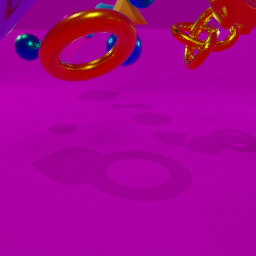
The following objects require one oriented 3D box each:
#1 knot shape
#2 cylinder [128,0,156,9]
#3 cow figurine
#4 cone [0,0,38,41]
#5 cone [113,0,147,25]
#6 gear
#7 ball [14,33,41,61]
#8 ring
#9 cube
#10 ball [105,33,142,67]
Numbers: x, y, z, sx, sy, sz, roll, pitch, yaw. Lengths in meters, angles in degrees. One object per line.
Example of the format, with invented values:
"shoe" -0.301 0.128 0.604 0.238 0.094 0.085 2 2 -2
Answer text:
"knot shape" 1.862 -2.218 7.095 1.745 1.633 0.806 6 -21 33
"cylinder" 0.435 -3.417 6.750 0.802 0.802 0.802 11 45 26
"cow figurine" -1.130 -3.808 9.885 1.237 1.257 0.690 9 6 -3
"cone" -2.837 -2.275 5.889 1.610 1.616 1.610 15 4 -1
"cone" 0.116 -2.924 7.335 0.924 0.920 0.920 20 15 -20
"gear" 2.193 -2.397 4.296 1.977 1.977 0.366 -6 54 -16
"ball" -2.802 -2.272 7.901 0.764 0.764 0.764 0 21 0
"ring" -0.772 -1.569 5.602 2.004 0.401 2.004 -20 -16 -6
"cube" -2.217 -3.859 11.422 1.238 1.238 1.238 -31 21 29
"ball" -0.127 -2.505 8.731 1.151 1.151 1.151 0 21 0
